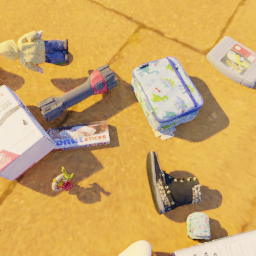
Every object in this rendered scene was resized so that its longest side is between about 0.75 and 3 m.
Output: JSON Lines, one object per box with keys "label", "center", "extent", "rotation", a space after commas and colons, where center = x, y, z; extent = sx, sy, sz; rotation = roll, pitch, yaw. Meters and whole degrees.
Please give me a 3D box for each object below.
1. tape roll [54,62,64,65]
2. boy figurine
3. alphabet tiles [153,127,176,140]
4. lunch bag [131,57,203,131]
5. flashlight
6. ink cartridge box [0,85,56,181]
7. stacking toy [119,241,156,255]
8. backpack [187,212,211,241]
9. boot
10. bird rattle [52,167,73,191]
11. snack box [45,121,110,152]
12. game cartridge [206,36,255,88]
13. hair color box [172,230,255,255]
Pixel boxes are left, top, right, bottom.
{"label": "tape roll", "center": [-2.918, -2.996, 11.544], "extent": [0.818, 0.197, 0.818], "rotation": [0, 65, 0]}
{"label": "boy figurine", "center": [-3.426, -2.753, 10.271], "extent": [2.491, 1.549, 0.803], "rotation": [-4, 29, -11]}
{"label": "alphabet tiles", "center": [1.322, 0.043, 10.246], "extent": [0.787, 0.057, 0.770], "rotation": [-19, 67, -9]}
{"label": "lunch bag", "center": [1.409, -1.342, 10.327], "extent": [2.066, 1.060, 2.570], "rotation": [-18, 67, -13]}
{"label": "flashlight", "center": [-1.848, -1.285, 10.294], "extent": [2.943, 0.996, 1.000], "rotation": [-30, 71, -13]}
{"label": "ink cartridge box", "center": [-4.046, 0.133, 9.480], "extent": [1.913, 1.114, 2.626], "rotation": [-40, 68, -8]}
{"label": "stacking toy", "center": [0.783, 4.643, 7.464], "extent": [2.781, 2.032, 2.032], "rotation": [41, 71, -1]}
{"label": "backpack", "center": [2.177, 3.010, 8.642], "extent": [0.705, 0.598, 0.794], "rotation": [3, 60, 1]}
{"label": "boot", "center": [1.436, 1.628, 8.961], "extent": [1.509, 0.721, 1.997], "rotation": [-9, 84, -10]}
{"label": "bird rattle", "center": [-2.123, 1.709, 8.909], "extent": [0.513, 0.911, 0.743], "rotation": [38, 39, 22]}
{"label": "snack box", "center": [-1.813, 0.301, 10.005], "extent": [2.264, 0.275, 0.814], "rotation": [-8, 66, -4]}
{"label": "game cartridge", "center": [4.398, -2.641, 11.278], "extent": [2.256, 0.461, 1.501], "rotation": [39, 75, 16]}
{"label": "hair color box", "center": [2.676, 3.908, 8.106], "extent": [2.516, 0.762, 1.258], "rotation": [-12, 66, -5]}
